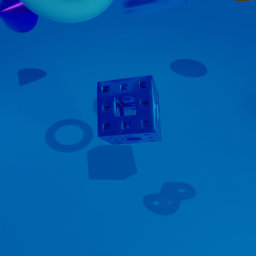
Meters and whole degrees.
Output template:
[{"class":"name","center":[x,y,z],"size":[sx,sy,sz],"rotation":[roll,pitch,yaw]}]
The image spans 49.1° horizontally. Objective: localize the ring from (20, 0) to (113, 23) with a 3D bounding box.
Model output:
[{"class":"ring","center":[-0.686,-1.701,3.062],"size":[1.193,0.239,1.193],"rotation":[2,76,-10]}]

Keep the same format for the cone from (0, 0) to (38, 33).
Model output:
[{"class":"cone","center":[-2.854,-2.769,6.702],"size":[1.047,1.047,1.051],"rotation":[4,25,5]}]

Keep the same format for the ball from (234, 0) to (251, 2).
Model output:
[{"class":"ball","center":[2.796,-3.663,6.587],"size":[1.270,1.270,1.270],"rotation":[0,39,0]}]

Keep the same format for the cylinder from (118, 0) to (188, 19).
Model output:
[{"class":"cylinder","center":[0.377,-2.340,4.429],"size":[0.988,0.988,0.988],"rotation":[-6,37,18]}]

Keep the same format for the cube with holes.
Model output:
[{"class":"cube with holes","center":[0.042,-0.226,4.238],"size":[0.809,0.809,0.809],"rotation":[-5,78,11]}]
